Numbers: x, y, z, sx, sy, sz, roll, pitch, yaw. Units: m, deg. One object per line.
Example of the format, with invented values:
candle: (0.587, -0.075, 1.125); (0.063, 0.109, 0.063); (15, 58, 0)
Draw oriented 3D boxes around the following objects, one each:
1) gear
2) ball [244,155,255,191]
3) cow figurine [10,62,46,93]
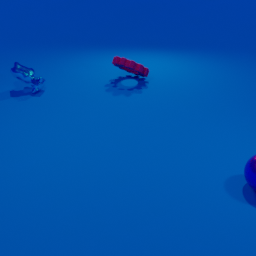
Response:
gear: (0.110, -2.471, 11.355); (1.514, 0.280, 1.514); (21, 3, -1)
ball: (2.839, 0.928, 5.737); (0.858, 0.858, 0.858); (0, 30, 0)
cow figurine: (-3.712, -1.871, 10.369); (1.254, 0.688, 1.234); (24, 16, -36)
